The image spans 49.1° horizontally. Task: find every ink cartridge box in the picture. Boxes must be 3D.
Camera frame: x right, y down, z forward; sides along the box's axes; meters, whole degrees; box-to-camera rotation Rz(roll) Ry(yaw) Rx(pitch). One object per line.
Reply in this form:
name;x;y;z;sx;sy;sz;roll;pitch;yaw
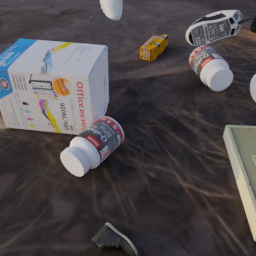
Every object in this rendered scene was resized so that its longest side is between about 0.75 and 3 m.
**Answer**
ink cartridge box;-1.909;-1.113;7.530;2.532;1.864;1.831;6;39;7

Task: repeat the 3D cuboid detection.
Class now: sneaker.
sneaker;-0.237;2.054;4.852;0.835;0.312;0.443;25;50;39
sneaker;-0.401;-3.916;8.035;0.632;0.666;1.654;1;77;-36

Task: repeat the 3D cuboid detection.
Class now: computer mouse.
computer mouse;2.754;-3.000;7.893;2.304;1.264;0.506;-11;56;17

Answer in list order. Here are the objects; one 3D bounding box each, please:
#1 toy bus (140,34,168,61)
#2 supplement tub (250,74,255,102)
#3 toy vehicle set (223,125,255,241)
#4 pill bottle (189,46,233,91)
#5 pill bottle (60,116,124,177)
toy bus;1.107;-3.301;11.363;0.651;0.541;1.662;16;41;20
supplement tub;4.584;-1.283;8.367;1.489;1.083;1.083;-14;41;-17
toy vehicle set;3.299;1.013;6.033;1.846;0.394;2.972;3;39;3
pill bottle;2.772;-2.001;9.372;0.970;0.970;1.674;-6;39;-8
pill bottle;-0.800;0.411;6.453;0.832;0.832;1.436;22;44;25
